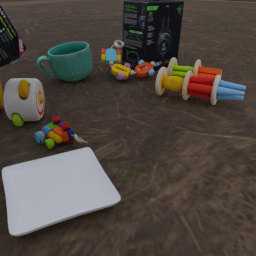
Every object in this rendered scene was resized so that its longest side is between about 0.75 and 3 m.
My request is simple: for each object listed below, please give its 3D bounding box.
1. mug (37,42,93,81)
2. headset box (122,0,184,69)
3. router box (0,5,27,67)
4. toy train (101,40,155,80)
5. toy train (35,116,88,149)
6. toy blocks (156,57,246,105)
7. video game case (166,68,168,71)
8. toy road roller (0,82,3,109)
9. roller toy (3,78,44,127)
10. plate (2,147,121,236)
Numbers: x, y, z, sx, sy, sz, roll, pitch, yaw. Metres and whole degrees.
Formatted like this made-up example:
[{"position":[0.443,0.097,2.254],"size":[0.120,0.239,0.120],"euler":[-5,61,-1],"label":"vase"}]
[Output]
[{"position":[-2.415,-2.622,11.323],"size":[1.974,1.221,1.622],"euler":[1,35,16],"label":"mug"},{"position":[1.112,-4.297,12.470],"size":[1.379,2.973,2.589],"euler":[25,34,37],"label":"headset box"},{"position":[-3.984,-2.550,6.533],"size":[1.986,2.651,0.824],"euler":[-12,36,19],"label":"router box"},{"position":[-0.087,-2.644,11.718],"size":[1.738,0.644,2.314],"euler":[-34,66,-28],"label":"toy train"},{"position":[-1.724,0.267,7.051],"size":[0.783,0.573,1.353],"euler":[-34,43,-29],"label":"toy train"},{"position":[2.685,-1.674,9.930],"size":[2.837,1.030,2.364],"euler":[13,33,21],"label":"toy blocks"},{"position":[1.883,-2.488,12.315],"size":[0.728,0.095,0.800],"euler":[23,36,34],"label":"video game case"},{"position":[-4.839,-1.241,9.195],"size":[1.373,1.631,2.235],"euler":[-9,68,-15],"label":"toy road roller"},{"position":[-2.954,-0.836,8.177],"size":[0.952,1.363,1.243],"euler":[-1,24,-3],"label":"roller toy"},{"position":[-1.388,1.192,5.591],"size":[1.962,0.318,1.966],"euler":[-12,32,-22],"label":"plate"}]
